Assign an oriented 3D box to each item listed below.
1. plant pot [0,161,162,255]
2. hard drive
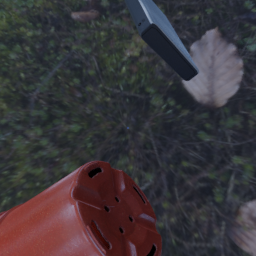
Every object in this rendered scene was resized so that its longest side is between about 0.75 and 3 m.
[{"bbox_3d":[-0.654,1.355,3.241,1.698,1.746,1.746,-40,70,23],"label":"plant pot"},{"bbox_3d":[0.466,-1.734,4.723,0.302,1.280,1.834,-38,45,23],"label":"hard drive"}]
